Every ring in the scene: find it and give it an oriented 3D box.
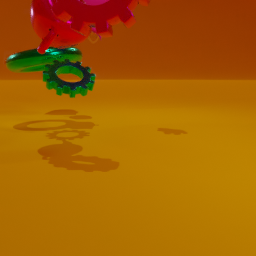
[{"bbox_3d":[-2.314,-1.904,7.853,2.090,0.418,2.090,-9,9,1],"label":"ring"}]

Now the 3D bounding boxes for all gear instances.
[{"bbox_3d":[-0.363,-1.810,3.403,1.331,1.331,0.246,2,5,12],"label":"gear"},{"bbox_3d":[-1.386,-1.196,6.636,1.206,0.223,1.206,10,44,-10],"label":"gear"}]

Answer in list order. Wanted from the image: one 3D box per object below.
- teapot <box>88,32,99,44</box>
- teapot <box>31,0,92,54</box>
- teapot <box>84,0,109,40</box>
[{"bbox_3d":[-1.336,-3.374,8.552,0.798,1.630,1.014,-27,9,-10],"label":"teapot"},{"bbox_3d":[-1.107,-1.772,4.559,1.004,1.615,0.791,34,-42,-26],"label":"teapot"},{"bbox_3d":[-0.831,-3.112,6.808,0.958,1.957,1.217,6,-2,-6],"label":"teapot"}]
